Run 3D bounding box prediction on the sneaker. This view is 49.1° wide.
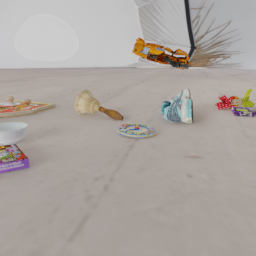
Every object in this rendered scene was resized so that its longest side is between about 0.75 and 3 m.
[{"bbox_3d":[1.739,-0.855,10.218,1.099,0.988,2.545,-1,15,8],"label":"sneaker"}]

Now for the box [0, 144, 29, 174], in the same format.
[{"bbox_3d":[-2.690,0.653,6.037,0.794,0.227,1.160,-10,18,-33],"label":"box"}]

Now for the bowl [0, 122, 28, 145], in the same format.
[{"bbox_3d":[-3.162,0.163,7.442,0.979,0.440,0.979,0,15,0],"label":"bowl"}]

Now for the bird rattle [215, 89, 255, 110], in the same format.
[{"bbox_3d":[4.497,-1.061,11.901,1.577,0.888,1.286,-11,2,8],"label":"bird rattle"}]

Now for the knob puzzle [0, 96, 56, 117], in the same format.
[{"bbox_3d":[-4.917,-0.914,11.380,3.236,0.449,3.236,0,16,0],"label":"knob puzzle"}]

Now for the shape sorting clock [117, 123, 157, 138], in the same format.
[{"bbox_3d":[0.265,0.046,8.272,1.171,0.230,1.171,0,15,0],"label":"shape sorting clock"}]

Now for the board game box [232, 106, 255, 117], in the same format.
[{"bbox_3d":[4.866,-0.617,10.753,1.571,0.254,0.943,4,20,14],"label":"board game box"}]

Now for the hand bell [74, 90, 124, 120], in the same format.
[{"bbox_3d":[-0.953,-0.656,10.238,1.871,0.974,0.974,25,26,29],"label":"hand bell"}]

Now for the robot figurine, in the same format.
[{"bbox_3d":[1.086,-2.279,8.663,1.862,0.542,1.350,16,23,-1],"label":"robot figurine"}]
